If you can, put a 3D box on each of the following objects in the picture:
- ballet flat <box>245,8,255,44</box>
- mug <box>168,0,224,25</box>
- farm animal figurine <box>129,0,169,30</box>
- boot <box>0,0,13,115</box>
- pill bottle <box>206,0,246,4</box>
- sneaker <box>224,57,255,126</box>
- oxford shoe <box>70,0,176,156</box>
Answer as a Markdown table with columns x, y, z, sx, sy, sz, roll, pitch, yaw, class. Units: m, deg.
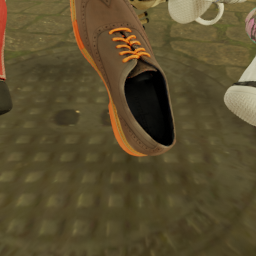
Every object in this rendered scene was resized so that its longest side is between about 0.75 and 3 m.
| x | y | z | sx | sy | sz | roll | pitch | yaw | class |
| --- | --- | --- | --- | --- | --- | --- | --- | --- | --- |
| 2.919 | -1.863 | 4.062 | 2.295 | 0.793 | 0.817 | -24 | 56 | 30 | ballet flat |
| 1.678 | -3.100 | 6.812 | 1.406 | 1.233 | 1.038 | 40 | 60 | 1 | mug |
| -0.023 | -3.325 | 6.958 | 1.275 | 2.446 | 2.419 | -29 | 32 | -19 | farm animal figurine |
| -2.714 | -0.798 | 3.657 | 2.724 | 1.965 | 0.986 | 0 | 6 | 22 | boot |
| 2.030 | -2.825 | 5.694 | 0.966 | 0.550 | 0.550 | -12 | 40 | -31 | pill bottle |
| 2.621 | -0.397 | 3.876 | 2.481 | 1.426 | 0.932 | 27 | 3 | -18 | sneaker |
| 0.014 | -0.782 | 2.968 | 0.796 | 2.236 | 0.811 | -23 | 4 | -18 | oxford shoe |
